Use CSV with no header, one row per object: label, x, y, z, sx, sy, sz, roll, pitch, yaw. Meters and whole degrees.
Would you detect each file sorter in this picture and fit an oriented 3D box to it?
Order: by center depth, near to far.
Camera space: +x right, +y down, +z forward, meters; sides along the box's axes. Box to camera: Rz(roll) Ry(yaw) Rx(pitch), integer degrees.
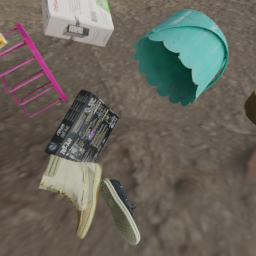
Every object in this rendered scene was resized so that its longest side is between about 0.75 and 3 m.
file sorter,-2.529,-1.342,6.819,1.123,1.790,1.244,-32,42,-8

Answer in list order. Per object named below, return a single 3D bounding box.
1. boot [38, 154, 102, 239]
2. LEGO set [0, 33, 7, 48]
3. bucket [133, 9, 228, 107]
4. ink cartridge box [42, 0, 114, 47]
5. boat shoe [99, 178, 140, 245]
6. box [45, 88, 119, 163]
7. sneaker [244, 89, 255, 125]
boot,-0.859,0.954,3.975,0.834,0.389,1.078,15,67,-14
LEGO set,-2.704,-1.208,4.406,1.490,0.555,0.685,-1,77,18
bucket,1.287,-1.700,6.795,2.088,2.088,1.358,36,73,32
ink cartridge box,-1.625,-3.565,8.877,2.024,0.850,1.473,3,60,-29
boat shoe,-0.089,1.442,5.017,0.395,0.473,1.267,-5,52,-41
box,-0.915,0.124,5.981,0.331,1.219,1.521,21,77,34
sneaker,3.010,0.027,5.271,2.938,1.319,0.985,-4,45,-34
